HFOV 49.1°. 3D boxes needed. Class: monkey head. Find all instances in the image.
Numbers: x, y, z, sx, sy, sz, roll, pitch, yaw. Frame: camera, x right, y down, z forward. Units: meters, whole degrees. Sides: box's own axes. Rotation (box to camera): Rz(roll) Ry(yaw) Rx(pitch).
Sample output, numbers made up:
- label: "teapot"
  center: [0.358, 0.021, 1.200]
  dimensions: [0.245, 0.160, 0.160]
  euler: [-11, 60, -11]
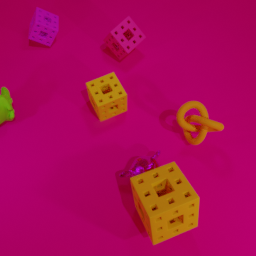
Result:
- label: "monkey head"
  center: [-3.936, -0.670, 8.282]
  dimensions: [0.979, 1.625, 1.169]
  euler: [-11, 53, -17]
- label: "monkey head"
  center: [0.462, 1.087, 7.688]
  dimensions: [1.407, 1.012, 0.848]
  euler: [-29, 54, -13]

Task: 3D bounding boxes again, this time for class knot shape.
- label: "knot shape"
  center: [1.921, -0.187, 7.943]
  dimensions: [1.243, 1.329, 0.614]
  euler: [50, 48, -16]

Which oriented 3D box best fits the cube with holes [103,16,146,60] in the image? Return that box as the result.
- label: "cube with holes"
  center: [-0.130, -3.034, 9.524]
  dimensions: [0.890, 0.890, 0.890]
  euler: [-46, 104, -14]

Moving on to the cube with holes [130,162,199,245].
- label: "cube with holes"
  center: [0.893, 1.844, 6.942]
  dimensions: [1.218, 1.218, 1.218]
  euler: [-19, 41, -11]

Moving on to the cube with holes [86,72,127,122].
- label: "cube with holes"
  center: [-0.654, -0.960, 8.780]
  dimensions: [0.939, 0.939, 0.939]
  euler: [-24, 66, -11]

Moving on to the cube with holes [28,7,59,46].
- label: "cube with holes"
  center: [-2.971, -3.547, 9.862]
  dimensions: [0.793, 0.793, 0.793]
  euler: [14, 53, -31]
